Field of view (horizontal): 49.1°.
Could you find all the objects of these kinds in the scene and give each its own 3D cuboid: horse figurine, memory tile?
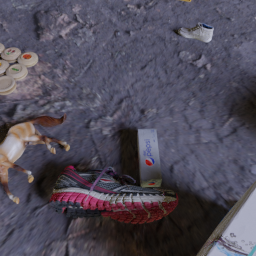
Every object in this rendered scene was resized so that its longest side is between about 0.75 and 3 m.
[{"bbox_3d":[-2.790,0.566,7.240,1.864,0.702,2.813,28,59,19],"label":"horse figurine"},{"bbox_3d":[-4.654,-2.163,9.507,2.742,0.230,2.102,18,56,12],"label":"memory tile"}]

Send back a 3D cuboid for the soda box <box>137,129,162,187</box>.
[{"bbox_3d":[0.533,0.747,7.250,0.514,0.478,1.506,-2,54,-2],"label":"soda box"}]

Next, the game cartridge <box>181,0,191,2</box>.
[{"bbox_3d":[2.444,-5.848,12.221,0.791,0.146,0.897,16,57,11],"label":"game cartridge"}]

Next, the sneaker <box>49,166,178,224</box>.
[{"bbox_3d":[-0.299,1.429,6.352,2.871,1.157,1.072,5,52,5],"label":"sneaker"}]

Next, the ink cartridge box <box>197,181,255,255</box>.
[{"bbox_3d":[2.227,2.698,4.914,1.962,1.971,2.687,37,63,23],"label":"ink cartridge box"}]

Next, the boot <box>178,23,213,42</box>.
[{"bbox_3d":[2.513,-3.640,10.338,1.270,0.607,0.467,19,56,13],"label":"boot"}]
